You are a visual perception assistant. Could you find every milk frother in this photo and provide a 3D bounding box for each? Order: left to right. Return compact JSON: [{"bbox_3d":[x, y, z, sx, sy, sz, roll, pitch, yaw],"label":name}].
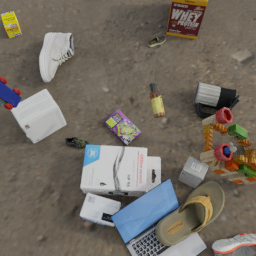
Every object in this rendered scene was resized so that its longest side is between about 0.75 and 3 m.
[{"bbox_3d":[3.404,-1.156,10.858,1.494,1.588,1.433,13,69,7],"label":"milk frother"}]

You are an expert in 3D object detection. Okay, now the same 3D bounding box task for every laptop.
[{"bbox_3d":[1.032,3.300,8.805,2.237,1.385,2.389,-30,68,-13],"label":"laptop"}]

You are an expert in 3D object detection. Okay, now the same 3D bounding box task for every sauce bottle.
[{"bbox_3d":[0.847,-0.839,8.373,0.347,0.347,1.050,-9,83,-4],"label":"sauce bottle"}]

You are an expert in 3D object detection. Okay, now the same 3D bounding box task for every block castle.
[{"bbox_3d":[3.830,0.705,9.424,2.805,1.316,1.874,27,60,-26],"label":"block castle"}]

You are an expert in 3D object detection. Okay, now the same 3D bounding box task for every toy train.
[{"bbox_3d":[-4.107,-1.193,8.400,0.931,1.608,0.681,1,60,34],"label":"toy train"}]

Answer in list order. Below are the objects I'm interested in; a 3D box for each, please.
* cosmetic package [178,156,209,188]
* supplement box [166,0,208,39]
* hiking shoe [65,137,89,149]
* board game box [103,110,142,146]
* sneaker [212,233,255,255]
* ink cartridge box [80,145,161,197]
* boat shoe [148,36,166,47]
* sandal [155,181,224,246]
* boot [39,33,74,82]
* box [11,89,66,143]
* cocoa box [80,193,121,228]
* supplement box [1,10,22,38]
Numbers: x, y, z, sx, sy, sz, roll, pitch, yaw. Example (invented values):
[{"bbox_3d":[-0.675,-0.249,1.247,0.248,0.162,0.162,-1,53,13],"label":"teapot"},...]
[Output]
[{"bbox_3d":[2.231,1.556,9.667,0.727,1.360,0.613,25,66,14],"label":"cosmetic package"},{"bbox_3d":[2.724,-5.696,12.705,1.458,2.166,2.196,10,65,5],"label":"supplement box"},{"bbox_3d":[-1.950,0.550,10.643,0.910,0.458,0.344,4,64,2],"label":"hiking shoe"},{"bbox_3d":[-0.222,-0.019,11.076,0.823,0.222,1.372,-40,71,-13],"label":"board game box"},{"bbox_3d":[3.679,3.945,9.002,1.952,0.752,0.799,-8,90,-2],"label":"sneaker"},{"bbox_3d":[-0.170,1.521,9.917,2.758,0.920,1.598,3,64,1],"label":"ink cartridge box"},{"bbox_3d":[1.359,-4.053,12.951,0.949,0.308,0.348,-31,68,-14],"label":"boat shoe"},{"bbox_3d":[2.190,2.803,9.293,2.936,0.793,1.179,-29,67,-23],"label":"sandal"},{"bbox_3d":[-3.009,-3.168,12.146,1.255,0.966,2.625,-4,63,5],"label":"boot"},{"bbox_3d":[-3.314,-0.412,10.529,1.500,1.492,0.980,-32,68,-14],"label":"box"},{"bbox_3d":[-0.891,2.783,9.385,1.187,0.779,0.792,14,65,7],"label":"cocoa box"},{"bbox_3d":[-5.498,-4.894,13.192,0.599,0.603,1.101,-20,66,-10],"label":"supplement box"}]
